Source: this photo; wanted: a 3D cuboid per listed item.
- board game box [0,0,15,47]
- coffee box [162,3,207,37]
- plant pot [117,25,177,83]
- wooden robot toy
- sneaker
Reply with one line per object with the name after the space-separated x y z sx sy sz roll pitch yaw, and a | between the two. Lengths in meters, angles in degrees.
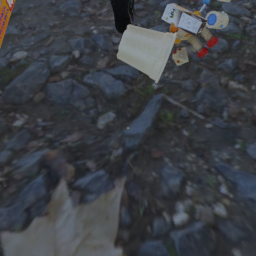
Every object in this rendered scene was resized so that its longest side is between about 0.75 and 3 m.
-4.084 -2.853 6.611 1.681 1.682 1.681 41 27 17 | board game box
1.126 -2.157 5.567 0.779 0.311 0.446 33 37 12 | coffee box
0.438 -2.039 7.304 1.253 1.368 1.368 22 52 0 | plant pot
1.741 -2.667 7.562 1.222 2.693 1.186 -14 67 -40 | wooden robot toy
-0.142 -4.000 8.743 0.724 1.913 0.837 9 49 8 | sneaker
